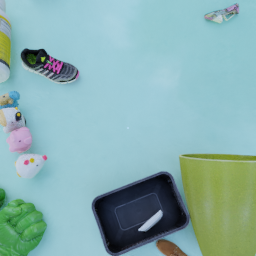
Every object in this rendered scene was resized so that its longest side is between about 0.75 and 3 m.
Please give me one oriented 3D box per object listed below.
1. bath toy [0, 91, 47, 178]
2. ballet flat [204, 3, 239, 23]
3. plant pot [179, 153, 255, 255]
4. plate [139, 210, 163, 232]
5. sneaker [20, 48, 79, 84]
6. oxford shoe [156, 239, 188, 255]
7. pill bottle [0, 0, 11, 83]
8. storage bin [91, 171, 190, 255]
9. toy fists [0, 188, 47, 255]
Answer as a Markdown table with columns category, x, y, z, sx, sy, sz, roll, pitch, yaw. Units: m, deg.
| category | x | y | z | sx | sy | sz | roll | pitch | yaw |
| --- | --- | --- | --- | --- | --- | --- | --- | --- | --- |
| bath toy | -3.108 | 0.211 | 8.138 | 0.930 | 1.094 | 2.516 | -28 | 78 | 9 |
| ballet flat | 3.283 | -3.909 | 9.670 | 1.283 | 0.444 | 0.457 | -21 | 95 | -6 |
| plant pot | 2.526 | 2.031 | 7.213 | 2.437 | 2.437 | 2.605 | 1 | 89 | 0 |
| plate | 0.657 | 2.554 | 7.590 | 0.780 | 0.781 | 0.126 | -41 | 67 | -7 |
| sneaker | -2.539 | -2.007 | 8.873 | 1.994 | 0.872 | 0.736 | 19 | 76 | 5 |
| oxford shoe | 1.299 | 3.423 | 7.635 | 1.162 | 0.414 | 0.414 | 29 | 78 | 9 |
| pill bottle | -4.474 | -2.883 | 8.797 | 1.497 | 1.497 | 2.689 | -5 | 74 | -1 |
| storage bin | 0.314 | 2.274 | 7.609 | 2.287 | 1.072 | 1.546 | -20 | 76 | -5 |
| toy fists | -3.589 | 2.405 | 7.637 | 2.774 | 0.954 | 1.414 | 25 | 76 | 8 |
